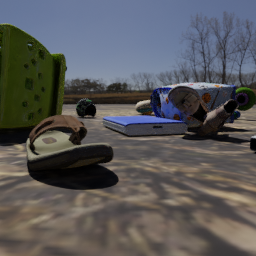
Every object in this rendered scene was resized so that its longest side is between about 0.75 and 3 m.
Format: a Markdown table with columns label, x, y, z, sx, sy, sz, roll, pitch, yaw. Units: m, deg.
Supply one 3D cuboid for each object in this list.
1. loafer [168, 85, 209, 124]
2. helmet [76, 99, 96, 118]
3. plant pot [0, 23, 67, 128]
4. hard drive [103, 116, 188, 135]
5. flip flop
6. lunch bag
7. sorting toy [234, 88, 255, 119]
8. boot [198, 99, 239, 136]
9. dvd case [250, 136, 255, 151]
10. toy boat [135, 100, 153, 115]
| label | x | y | z | sx | sy | sz | roll | pitch | yaw |
| --- | --- | --- | --- | --- | --- | --- | --- | --- | --- |
| loafer | 1.725 | -0.553 | 7.340 | 1.836 | 0.660 | 0.577 | 23 | 31 | -48 |
| helmet | -2.110 | -0.957 | 13.872 | 0.999 | 0.999 | 0.952 | -5 | 25 | -41 |
| plant pot | -3.528 | -1.321 | 8.654 | 2.754 | 2.740 | 2.499 | 4 | -1 | 33 |
| hard drive | 0.357 | -0.116 | 8.222 | 1.686 | 0.324 | 2.556 | -2 | 6 | -18 |
| flip flop | -0.980 | 0.138 | 4.020 | 0.956 | 0.679 | 2.359 | -3 | 6 | -25 |
| lunch bag | 2.073 | -0.815 | 9.549 | 2.058 | 1.499 | 2.421 | -3 | 14 | -17 |
| sorting toy | 4.629 | -0.997 | 12.568 | 2.071 | 1.244 | 0.850 | -24 | -8 | 33 |
| boot | 2.233 | -0.318 | 6.726 | 1.376 | 0.483 | 1.006 | -40 | -8 | -46 |
| dvd case | 3.403 | 0.256 | 4.902 | 1.667 | 0.274 | 2.219 | 6 | 9 | 44 |
| toy boat | 1.507 | -1.156 | 16.277 | 2.086 | 0.969 | 1.754 | -9 | 3 | -8 |
